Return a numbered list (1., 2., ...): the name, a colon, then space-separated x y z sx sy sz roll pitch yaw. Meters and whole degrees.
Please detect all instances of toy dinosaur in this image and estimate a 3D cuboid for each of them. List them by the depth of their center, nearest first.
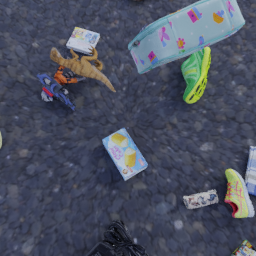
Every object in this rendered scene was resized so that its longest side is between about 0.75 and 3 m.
1. toy dinosaur: -1.443 -2.156 10.407 2.987 0.902 1.586 26 54 9

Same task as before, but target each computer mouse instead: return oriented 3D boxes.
1. computer mouse: -0.770 4.276 8.277 2.768 0.730 1.917 -34 55 -18

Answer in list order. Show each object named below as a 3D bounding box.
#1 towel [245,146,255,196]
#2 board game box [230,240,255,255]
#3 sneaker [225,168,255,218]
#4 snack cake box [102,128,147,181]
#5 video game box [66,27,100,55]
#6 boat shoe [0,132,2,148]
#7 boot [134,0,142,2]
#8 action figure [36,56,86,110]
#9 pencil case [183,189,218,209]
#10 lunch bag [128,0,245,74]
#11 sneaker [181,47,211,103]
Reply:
1. towel: 4.667 1.559 9.617 1.254 0.203 1.708 16 72 4
2. board game box: 3.419 4.277 8.608 1.509 0.177 0.791 -40 76 -13
3. sneaker: 3.479 2.145 9.161 0.749 0.648 1.659 -15 70 -3
4. snack cake box: -0.122 0.895 9.684 0.898 0.525 1.562 -29 72 -12
5. video game box: -1.842 -3.580 11.523 1.081 0.253 0.985 19 73 7
6. boat shoe: -5.363 -0.317 9.959 1.001 0.863 2.744 -25 71 -9
7. boot: 0.556 -6.034 12.384 1.220 0.428 0.892 -34 65 -20
8. action figure: -2.462 -1.539 10.613 1.767 0.956 1.827 -40 104 -8
9. pencil case: 2.364 2.326 9.175 1.109 0.432 0.496 -12 107 -4
10. lunch bag: 1.424 -2.548 7.763 2.888 2.316 1.113 -26 101 -12
11. sneaker: 2.492 -2.003 10.719 1.015 0.899 2.428 10 69 27
